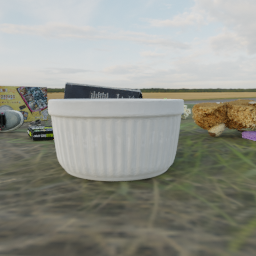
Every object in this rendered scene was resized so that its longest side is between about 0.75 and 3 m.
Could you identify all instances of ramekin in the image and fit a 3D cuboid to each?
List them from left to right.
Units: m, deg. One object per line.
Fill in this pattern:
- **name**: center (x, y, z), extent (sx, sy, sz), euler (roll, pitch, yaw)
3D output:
- **ramekin**: center (-0.193, 0.087, 4.633), extent (2.168, 1.138, 2.168), euler (0, 6, 0)

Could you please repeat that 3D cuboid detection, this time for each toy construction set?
- **toy construction set**: center (2.109, -0.969, 14.433), extent (2.261, 1.041, 1.482), euler (4, -22, -38)

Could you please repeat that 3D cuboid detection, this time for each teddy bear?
- **teddy bear**: center (3.354, -0.302, 8.109), extent (2.900, 0.968, 2.102), euler (-9, 13, -18)

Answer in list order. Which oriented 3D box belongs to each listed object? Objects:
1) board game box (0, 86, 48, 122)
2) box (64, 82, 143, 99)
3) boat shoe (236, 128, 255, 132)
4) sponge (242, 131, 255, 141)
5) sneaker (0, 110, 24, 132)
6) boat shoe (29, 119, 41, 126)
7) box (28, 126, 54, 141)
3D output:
- **board game box**: center (-4.843, -1.096, 12.840), extent (0.423, 1.656, 2.444), euler (6, 8, 39)
- **box**: center (-0.667, -0.564, 8.451), extent (2.053, 1.294, 2.089), euler (8, 3, 5)
- **boat shoe**: center (4.325, -0.165, 9.074), extent (0.636, 0.637, 1.722), euler (-6, 9, -43)
- **sponge**: center (3.690, 0.249, 7.439), extent (0.716, 0.191, 1.283), euler (-2, 8, -6)
- **sneaker**: center (-4.369, -0.229, 8.772), extent (1.912, 0.799, 1.154), euler (-7, 0, 13)
- **boat shoe**: center (-3.764, -0.211, 11.295), extent (0.275, 0.234, 0.821), euler (1, 6, 8)
- **box**: center (-2.194, 0.124, 8.082), extent (1.238, 0.294, 1.195), euler (-3, 9, -24)
